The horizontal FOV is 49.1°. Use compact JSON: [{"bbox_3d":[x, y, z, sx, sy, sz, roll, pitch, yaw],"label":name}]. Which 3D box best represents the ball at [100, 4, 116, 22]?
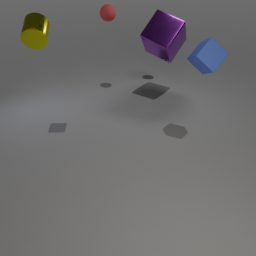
[{"bbox_3d":[-0.859,-4.928,11.992,0.700,0.700,0.700,0,30,0],"label":"ball"}]

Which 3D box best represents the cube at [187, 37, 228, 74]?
[{"bbox_3d":[2.275,-2.057,8.055,0.700,0.700,0.700,39,-2,-12],"label":"cube"}]

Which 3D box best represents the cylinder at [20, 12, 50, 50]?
[{"bbox_3d":[-2.506,-2.627,7.607,0.700,0.700,0.700,-2,57,-3],"label":"cylinder"}]

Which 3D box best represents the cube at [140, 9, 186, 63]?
[{"bbox_3d":[1.577,-3.969,12.229,1.400,1.400,1.400,32,-4,18],"label":"cube"}]
